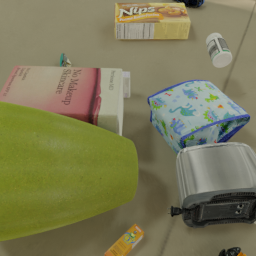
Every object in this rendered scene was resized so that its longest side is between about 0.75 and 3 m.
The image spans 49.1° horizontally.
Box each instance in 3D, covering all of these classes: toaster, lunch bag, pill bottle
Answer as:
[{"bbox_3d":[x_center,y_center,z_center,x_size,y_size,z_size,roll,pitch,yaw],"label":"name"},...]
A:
[{"bbox_3d":[1.844,1.171,5.844,2.196,1.248,1.419,-6,43,3],"label":"toaster"},{"bbox_3d":[1.774,-0.337,7.204,2.018,1.286,1.716,-27,52,-10],"label":"lunch bag"},{"bbox_3d":[2.602,-2.266,8.092,0.554,0.554,0.980,-3,54,-3],"label":"pill bottle"}]

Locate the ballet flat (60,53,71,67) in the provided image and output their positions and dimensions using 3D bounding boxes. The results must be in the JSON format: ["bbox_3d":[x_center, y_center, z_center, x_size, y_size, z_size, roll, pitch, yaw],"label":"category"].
[{"bbox_3d":[-2.139,-2.097,9.505,0.429,0.429,1.192,-3,47,-3],"label":"ballet flat"}]

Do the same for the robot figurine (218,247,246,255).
[{"bbox_3d":[1.815,2.775,4.905,1.381,0.402,1.001,-30,54,-24],"label":"robot figurine"}]

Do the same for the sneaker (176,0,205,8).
[{"bbox_3d":[2.609,-6.065,12.959,1.838,0.645,0.716,25,44,20],"label":"sneaker"}]

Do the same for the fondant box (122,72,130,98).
[{"bbox_3d":[-0.473,-1.308,8.442,1.081,0.780,0.315,0,47,0],"label":"fondant box"}]

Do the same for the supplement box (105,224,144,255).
[{"bbox_3d":[-0.061,2.271,5.457,0.281,0.290,0.844,37,54,26],"label":"supplement box"}]

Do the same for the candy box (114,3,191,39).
[{"bbox_3d":[0.898,-4.292,11.198,2.878,0.796,1.661,-1,47,-1],"label":"candy box"}]

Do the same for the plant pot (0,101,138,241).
[{"bbox_3d":[-1.310,0.831,5.560,2.789,2.609,2.609,3,46,-17],"label":"plant pot"}]

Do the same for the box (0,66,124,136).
[{"bbox_3d":[-1.558,-0.445,7.104,2.831,1.543,1.810,1,47,1],"label":"box"}]
